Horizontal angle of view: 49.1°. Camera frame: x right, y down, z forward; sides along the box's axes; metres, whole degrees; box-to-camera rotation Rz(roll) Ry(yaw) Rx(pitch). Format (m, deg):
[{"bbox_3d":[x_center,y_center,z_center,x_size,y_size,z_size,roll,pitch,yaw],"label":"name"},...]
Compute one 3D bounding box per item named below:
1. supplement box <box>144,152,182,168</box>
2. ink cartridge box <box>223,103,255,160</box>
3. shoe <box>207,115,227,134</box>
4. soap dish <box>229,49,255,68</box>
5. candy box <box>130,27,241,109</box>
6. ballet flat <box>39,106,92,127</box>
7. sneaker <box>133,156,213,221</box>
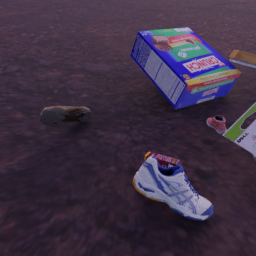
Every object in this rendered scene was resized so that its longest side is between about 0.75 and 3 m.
[{"bbox_3d":[0.739,0.843,6.061,0.781,0.431,0.335,14,16,19],"label":"supplement box"},{"bbox_3d":[3.249,0.269,6.026,1.373,0.704,1.858,-45,36,0],"label":"ink cartridge box"},{"bbox_3d":[2.358,-0.189,7.480,0.302,0.385,0.846,-14,26,-5],"label":"shoe"},{"bbox_3d":[3.908,-2.342,9.401,0.851,0.439,1.081,17,19,5],"label":"soap dish"},{"bbox_3d":[1.918,-2.223,9.756,2.480,1.130,2.933,-17,57,-30],"label":"candy box"},{"bbox_3d":[-1.752,-0.406,7.889,0.426,0.619,1.836,43,28,25],"label":"ballet flat"},{"bbox_3d":[0.967,1.122,5.236,1.689,0.744,0.636,26,11,-11],"label":"sneaker"}]
